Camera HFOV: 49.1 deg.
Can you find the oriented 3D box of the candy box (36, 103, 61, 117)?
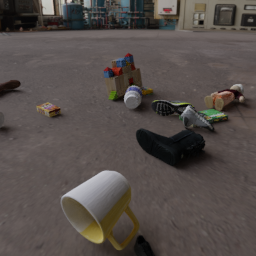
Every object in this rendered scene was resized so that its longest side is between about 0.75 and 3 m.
[{"bbox_3d":[-3.438,-0.797,12.117,1.015,0.287,0.592,20,32,40],"label":"candy box"}]

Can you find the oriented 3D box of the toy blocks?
[{"bbox_3d":[-0.259,-2.721,14.215,1.328,1.817,2.658,10,29,41],"label":"toy blocks"}]

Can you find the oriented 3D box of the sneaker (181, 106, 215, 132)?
[{"bbox_3d":[2.543,-0.162,10.532,1.327,0.767,0.498,42,17,6],"label":"sneaker"}]

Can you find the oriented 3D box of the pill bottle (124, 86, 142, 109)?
[{"bbox_3d":[0.236,-1.384,12.794,0.786,0.786,1.313,2,25,5],"label":"pill bottle"}]

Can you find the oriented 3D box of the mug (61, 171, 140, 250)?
[{"bbox_3d":[-0.485,1.568,5.632,1.128,1.409,1.156,2,30,42],"label":"mug"}]

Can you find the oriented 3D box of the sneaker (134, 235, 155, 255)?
[{"bbox_3d":[0.341,2.327,5.168,0.306,0.366,0.806,-11,28,-27],"label":"sneaker"}]

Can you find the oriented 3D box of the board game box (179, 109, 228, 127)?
[{"bbox_3d":[3.089,-0.430,11.428,1.775,0.208,0.930,-11,25,-23],"label":"board game box"}]

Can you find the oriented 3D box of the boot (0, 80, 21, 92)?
[{"bbox_3d":[-6.518,-2.028,14.527,1.476,0.509,1.584,-12,21,5],"label":"boot"}]

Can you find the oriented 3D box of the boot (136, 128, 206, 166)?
[{"bbox_3d":[1.400,0.405,8.979,1.556,0.703,1.899,-22,40,-35],"label":"boot"}]

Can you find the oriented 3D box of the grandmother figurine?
[{"bbox_3d":[4.746,-1.525,13.195,1.570,0.784,2.589,29,39,32],"label":"grandmother figurine"}]

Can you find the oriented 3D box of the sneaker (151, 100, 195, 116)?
[{"bbox_3d":[1.892,-0.882,12.013,1.813,0.670,0.734,8,18,0],"label":"sneaker"}]

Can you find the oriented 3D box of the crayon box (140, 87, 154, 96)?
[{"bbox_3d":[0.936,-1.943,14.694,0.536,0.220,0.852,-17,29,-30],"label":"crayon box"}]

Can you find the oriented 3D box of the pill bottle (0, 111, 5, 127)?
[{"bbox_3d":[-5.445,-0.370,10.693,1.225,0.688,0.688,4,25,11],"label":"pill bottle"}]
